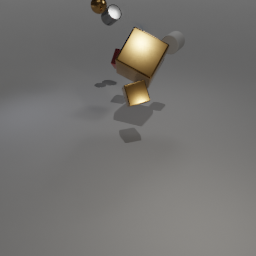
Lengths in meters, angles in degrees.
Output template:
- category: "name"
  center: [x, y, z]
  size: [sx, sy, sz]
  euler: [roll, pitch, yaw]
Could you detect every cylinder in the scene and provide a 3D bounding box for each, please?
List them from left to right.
- category: "cylinder"
  center: [-0.773, -5.143, 12.784]
  size: [0.700, 0.700, 0.700]
  euler: [-21, 5, -33]
- category: "cylinder"
  center: [1.677, -3.180, 10.429]
  size: [0.700, 0.700, 0.700]
  euler: [15, 36, 25]

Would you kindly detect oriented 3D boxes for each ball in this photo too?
- category: "ball"
  center: [-1.248, -5.245, 11.961]
  size: [0.700, 0.700, 0.700]
  euler: [0, 29, 0]

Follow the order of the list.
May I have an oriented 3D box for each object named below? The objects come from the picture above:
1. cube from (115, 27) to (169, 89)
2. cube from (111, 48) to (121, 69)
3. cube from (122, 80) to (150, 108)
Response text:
- category: "cube"
  center: [0.485, -2.494, 10.200]
  size: [1.400, 1.400, 1.400]
  euler: [28, -7, 3]
- category: "cube"
  center: [-0.249, -2.933, 12.160]
  size: [0.700, 0.700, 0.700]
  euler: [17, -4, 13]
- category: "cube"
  center: [0.250, -1.102, 9.139]
  size: [0.700, 0.700, 0.700]
  euler: [-16, 2, -6]
